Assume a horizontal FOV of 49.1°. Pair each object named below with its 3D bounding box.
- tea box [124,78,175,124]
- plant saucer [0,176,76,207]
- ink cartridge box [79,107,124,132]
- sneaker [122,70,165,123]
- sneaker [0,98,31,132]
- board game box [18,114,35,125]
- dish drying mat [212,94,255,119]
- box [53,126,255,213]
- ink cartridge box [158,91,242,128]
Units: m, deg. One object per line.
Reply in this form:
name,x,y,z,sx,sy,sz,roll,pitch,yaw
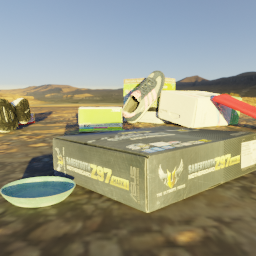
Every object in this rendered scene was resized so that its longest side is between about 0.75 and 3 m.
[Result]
tea box,1.021,-1.353,13.633,2.162,2.127,1.444,4,6,40
plant saucer,-0.971,0.703,3.074,0.784,0.141,0.784,0,6,0
ink cartridge box,-0.984,-0.351,10.199,1.610,0.825,2.178,-1,5,-8
sneaker,0.662,-1.429,11.859,0.923,2.632,1.080,30,-3,26
sneaker,-4.225,-0.398,9.300,1.152,1.074,2.907,-9,6,2
board game box,-5.297,-0.399,12.461,1.518,0.464,2.003,1,6,9
dish drying mat,4.490,-0.556,10.049,1.089,0.258,2.835,-10,34,-45
box,0.427,0.368,4.009,2.383,0.608,1.879,-5,7,-41
ink cartridge box,3.083,-0.866,12.095,2.924,1.279,2.124,-6,17,-34
